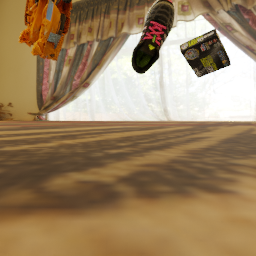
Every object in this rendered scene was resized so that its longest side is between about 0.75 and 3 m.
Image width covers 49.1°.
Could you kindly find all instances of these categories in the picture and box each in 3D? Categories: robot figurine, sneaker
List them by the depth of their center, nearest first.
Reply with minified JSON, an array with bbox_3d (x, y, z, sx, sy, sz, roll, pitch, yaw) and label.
[{"bbox_3d":[-1.932,-3.207,6.892,0.804,2.764,2.004,-2,30,-42],"label":"robot figurine"},{"bbox_3d":[0.694,-2.476,7.971,0.842,2.283,0.999,21,32,-10],"label":"sneaker"}]

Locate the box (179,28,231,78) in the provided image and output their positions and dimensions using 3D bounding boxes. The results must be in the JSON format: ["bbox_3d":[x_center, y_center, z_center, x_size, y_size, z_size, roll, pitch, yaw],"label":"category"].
[{"bbox_3d":[3.271,-3.049,11.748,1.553,0.429,1.938,-20,-38,27],"label":"box"}]
